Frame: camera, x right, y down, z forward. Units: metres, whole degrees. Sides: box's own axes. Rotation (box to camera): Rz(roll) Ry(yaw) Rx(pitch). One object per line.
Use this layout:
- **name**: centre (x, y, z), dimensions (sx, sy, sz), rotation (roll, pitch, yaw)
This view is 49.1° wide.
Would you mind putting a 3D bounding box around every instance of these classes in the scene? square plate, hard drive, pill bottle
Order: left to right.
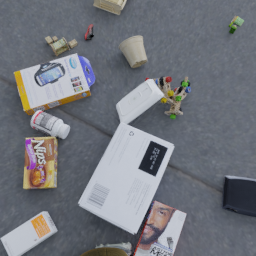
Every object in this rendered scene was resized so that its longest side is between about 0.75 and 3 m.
- **pill bottle**: centre (-2.901, -0.091, 10.543), dimensions (1.324, 0.733, 0.733), rotation (24, 74, 7)
- **square plate**: centre (0.312, -1.010, 10.176), dimensions (1.807, 1.824, 0.260), rotation (-38, 117, 10)
- **hard drive**: centre (4.391, 2.434, 9.920), dimensions (1.964, 0.416, 1.324), rotation (11, 73, 3)

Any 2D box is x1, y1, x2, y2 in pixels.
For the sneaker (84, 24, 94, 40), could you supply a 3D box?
- **sneaker**: centre (-1.600, -4.112, 12.043), dimensions (0.375, 0.271, 0.768), rotation (17, 76, 6)

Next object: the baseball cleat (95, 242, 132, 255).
- **baseball cleat**: centre (-0.477, 4.178, 9.376), dimensions (1.225, 0.427, 0.652), rotation (-6, 73, -1)

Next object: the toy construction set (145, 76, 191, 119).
- **toy construction set**: centre (1.421, -1.131, 10.693), dimensions (1.837, 1.532, 1.412), rotation (11, 85, 24)

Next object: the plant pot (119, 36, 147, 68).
- **plant pot**: centre (0.286, -3.031, 11.382), dimensions (1.070, 1.070, 0.980), rotation (-20, 84, -6)

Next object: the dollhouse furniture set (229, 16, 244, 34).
- **dollhouse furniture set**: centre (4.705, -4.551, 12.137), dimensions (0.456, 0.352, 0.913), rotation (33, 76, 9)

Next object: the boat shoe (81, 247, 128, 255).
- **boat shoe**: centre (-1.346, 4.731, 8.960), dimensions (2.938, 0.924, 1.072), rotation (-20, 45, -8)

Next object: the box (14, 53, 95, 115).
- **box**: centre (-2.829, -1.804, 11.172), dimensions (2.962, 0.614, 1.763), rotation (-18, 74, -8)

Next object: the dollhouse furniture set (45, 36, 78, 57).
- **dollhouse furniture set**: centre (-2.830, -3.727, 11.760), dimensions (1.039, 0.578, 0.919), rotation (-33, 76, -10)

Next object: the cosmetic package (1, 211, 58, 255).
- **cosmetic package**: centre (-3.319, 3.607, 9.478), dimensions (1.597, 0.569, 0.810), rotation (-32, 76, -9)

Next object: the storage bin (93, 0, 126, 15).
- **storage bin**: centre (-0.647, -5.941, 12.420), dimensions (1.392, 0.657, 1.402), rotation (23, 74, 6)

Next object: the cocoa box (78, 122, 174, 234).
- **cocoa box**: centre (0.000, 1.689, 9.355), dimensions (1.968, 1.937, 2.951), rotation (24, 74, 7)

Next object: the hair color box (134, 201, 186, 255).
- **hair color box**: centre (1.039, 3.679, 9.404), dimensions (1.174, 0.677, 2.117), rotation (21, 73, 7)

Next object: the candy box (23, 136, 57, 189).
- **candy box**: centre (-3.173, 1.266, 10.235), dimensions (1.079, 0.522, 1.849), rotation (-2, 74, -1)
